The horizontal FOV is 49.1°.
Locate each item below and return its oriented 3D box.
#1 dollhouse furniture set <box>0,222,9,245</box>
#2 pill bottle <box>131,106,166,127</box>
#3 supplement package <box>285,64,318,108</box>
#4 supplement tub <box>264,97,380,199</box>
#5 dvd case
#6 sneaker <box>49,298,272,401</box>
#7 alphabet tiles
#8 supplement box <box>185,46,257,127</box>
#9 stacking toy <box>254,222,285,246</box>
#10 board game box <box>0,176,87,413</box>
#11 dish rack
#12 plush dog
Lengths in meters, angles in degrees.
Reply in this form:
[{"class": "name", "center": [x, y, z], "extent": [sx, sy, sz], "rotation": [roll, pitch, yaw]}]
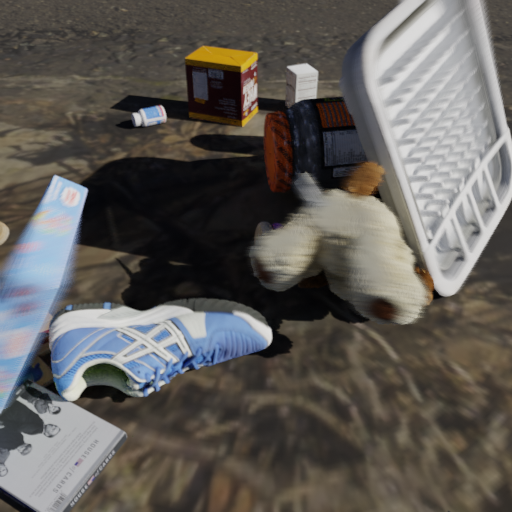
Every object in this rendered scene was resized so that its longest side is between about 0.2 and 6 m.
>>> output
[{"class": "dollhouse furniture set", "center": [-4.341, -0.104, 6.926], "extent": [1.694, 2.235, 2.550], "rotation": [18, 63, 20]}, {"class": "pill bottle", "center": [-2.324, -2.996, 12.089], "extent": [0.673, 0.378, 0.378], "rotation": [-18, 41, -23]}, {"class": "supplement package", "center": [1.012, -3.766, 12.628], "extent": [0.542, 0.924, 0.540], "rotation": [-14, 40, -17]}, {"class": "supplement tub", "center": [1.589, -1.860, 9.568], "extent": [2.775, 1.700, 1.700], "rotation": [-5, 38, -6]}, {"class": "dvd case", "center": [-2.232, 1.979, 5.810], "extent": [1.426, 0.176, 1.072], "rotation": [20, 47, 22]}, {"class": "sneaker", "center": [-1.075, 1.125, 6.468], "extent": [2.560, 0.969, 0.986], "rotation": [-5, 51, -5]}, {"class": "alphabet tiles", "center": [-3.801, 1.338, 6.768], "extent": [2.743, 0.104, 2.293], "rotation": [-31, 47, -34]}, {"class": "supplement box", "center": [-0.728, -3.693, 12.193], "extent": [1.320, 1.339, 0.889], "rotation": [14, 40, 17]}, {"class": "stacking toy", "center": [0.890, -0.123, 8.256], "extent": [1.764, 0.753, 0.753], "rotation": [0, 37, -11]}, {"class": "board game box", "center": [-2.432, 0.587, 5.678], "extent": [0.432, 2.361, 1.786], "rotation": [22, 28, -21]}, {"class": "dish rack", "center": [2.462, -1.722, 7.829], "extent": [0.828, 3.803, 3.264], "rotation": [5, 42, 44]}, {"class": "plush dog", "center": [1.265, -0.003, 7.058], "extent": [2.165, 1.859, 1.737], "rotation": [15, 72, 28]}]
